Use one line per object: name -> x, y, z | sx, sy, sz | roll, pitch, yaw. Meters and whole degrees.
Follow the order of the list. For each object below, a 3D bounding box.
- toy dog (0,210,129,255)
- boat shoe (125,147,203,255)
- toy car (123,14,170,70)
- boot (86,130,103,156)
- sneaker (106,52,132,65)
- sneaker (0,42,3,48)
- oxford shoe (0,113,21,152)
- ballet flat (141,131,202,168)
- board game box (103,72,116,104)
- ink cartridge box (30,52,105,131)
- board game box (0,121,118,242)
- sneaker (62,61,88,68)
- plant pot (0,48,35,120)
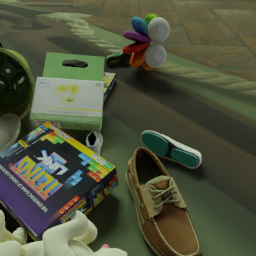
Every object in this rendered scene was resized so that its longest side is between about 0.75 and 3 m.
toy dog -> -1.014, 2.391, 4.228 | 2.391, 1.668, 2.318 | 4, 48, 4
boat shoe -> 0.600, 1.469, 5.886 | 1.037, 1.012, 2.741 | -14, 39, -17
toy car -> 0.569, -3.481, 11.299 | 1.650, 2.200, 1.926 | 0, 16, -22
boot -> -0.929, 0.309, 7.775 | 0.437, 0.568, 1.188 | -3, 37, -4
sneaker -> -0.403, -3.166, 12.396 | 1.256, 0.490, 0.535 | -14, 39, -17
sneaker -> -6.375, -3.426, 12.710 | 0.831, 0.646, 1.847 | -10, 35, 6
oxford shoe -> -3.819, 0.360, 7.469 | 1.052, 0.808, 2.798 | 4, 37, 16
ballet flat -> 1.181, 0.543, 7.572 | 1.751, 0.608, 0.608 | 26, 44, 23
board game box -> -1.278, -1.530, 10.384 | 1.271, 0.325, 1.876 | 8, 39, 11
ink cartridge box -> -1.747, -1.321, 8.649 | 2.025, 0.667, 2.782 | 4, 67, -6
board game box -> -1.863, 1.115, 6.434 | 2.562, 0.726, 2.118 | 28, 51, 32
sneaker -> -2.086, -2.403, 11.379 | 1.819, 0.691, 0.825 | -10, 27, -21
plant pot -> -4.156, -1.619, 9.195 | 2.461, 2.461, 2.337 | -6, 25, -7
